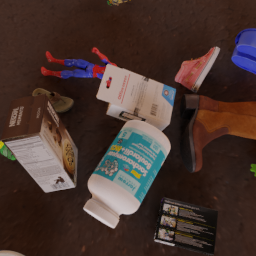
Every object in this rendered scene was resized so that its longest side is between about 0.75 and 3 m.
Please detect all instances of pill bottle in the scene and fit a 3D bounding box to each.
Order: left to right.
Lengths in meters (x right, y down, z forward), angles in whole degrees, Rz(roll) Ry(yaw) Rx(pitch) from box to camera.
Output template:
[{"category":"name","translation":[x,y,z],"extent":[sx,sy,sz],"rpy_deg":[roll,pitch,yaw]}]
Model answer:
[{"category":"pill bottle","translation":[-0.063,1.202,7.401],"extent":[1.472,1.472,2.657],"rpy_deg":[27,67,13]}]

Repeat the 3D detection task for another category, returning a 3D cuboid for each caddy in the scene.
[{"category":"caddy","translation":[4.426,-2.582,9.387],"extent":[1.832,1.295,0.962],"rpy_deg":[28,73,12]}]

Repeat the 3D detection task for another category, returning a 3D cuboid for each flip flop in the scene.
[{"category":"flip flop","translation":[-2.455,-0.957,9.049],"extent":[1.460,0.420,0.592],"rpy_deg":[24,66,11]}]

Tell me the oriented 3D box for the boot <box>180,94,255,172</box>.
[{"category":"boot","translation":[2.960,0.216,8.421],"extent":[2.707,0.927,2.549],"rpy_deg":[7,56,-4]}]

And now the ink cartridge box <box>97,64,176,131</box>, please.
[{"category":"ink cartridge box","translation":[0.198,-0.884,8.486],"extent":[2.251,0.764,1.306],"rpy_deg":[20,64,-10]}]

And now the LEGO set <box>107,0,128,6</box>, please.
[{"category":"LEGO set","translation":[-0.416,-5.942,11.259],"extent":[1.896,1.429,2.466],"rpy_deg":[42,72,-13]}]

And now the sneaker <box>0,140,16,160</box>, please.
[{"category":"sneaker","translation":[-3.057,0.183,8.206],"extent":[0.731,0.670,1.716],"rpy_deg":[38,100,6]}]

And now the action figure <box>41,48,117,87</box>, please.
[{"category":"action figure","translation":[-1.377,-2.038,9.049],"extent":[2.929,1.450,0.956],"rpy_deg":[10,75,2]}]

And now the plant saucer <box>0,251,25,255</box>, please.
[{"category":"plant saucer","translation":[-2.976,4.085,6.472],"extent":[2.281,0.573,2.281],"rpy_deg":[0,64,-1]}]

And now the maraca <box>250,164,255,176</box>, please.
[{"category":"maraca","translation":[3.934,1.131,7.996],"extent":[0.867,0.464,0.594],"rpy_deg":[-19,46,-9]}]

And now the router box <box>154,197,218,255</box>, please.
[{"category":"router box","translation":[1.529,2.559,7.329],"extent":[1.502,0.383,1.120],"rpy_deg":[13,64,6]}]

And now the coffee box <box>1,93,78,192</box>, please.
[{"category":"coffee box","translation":[-2.098,0.450,7.117],"extent":[0.926,2.320,1.311],"rpy_deg":[-11,47,5]}]

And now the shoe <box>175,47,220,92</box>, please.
[{"category":"shoe","translation":[2.350,-2.154,9.487],"extent":[0.881,0.692,1.938],"rpy_deg":[30,71,9]}]
